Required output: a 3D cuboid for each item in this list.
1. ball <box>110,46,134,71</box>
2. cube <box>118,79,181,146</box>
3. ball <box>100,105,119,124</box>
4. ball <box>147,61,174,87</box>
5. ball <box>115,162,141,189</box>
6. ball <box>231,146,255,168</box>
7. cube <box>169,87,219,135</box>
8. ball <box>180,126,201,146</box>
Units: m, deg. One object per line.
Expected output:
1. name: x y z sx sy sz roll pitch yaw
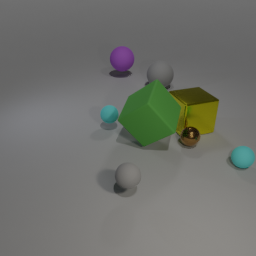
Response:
1. ball: -0.334 -3.946 15.992 1.400 1.400 1.400 0 30 0
2. cube: 0.759 -0.491 9.498 1.400 1.400 1.400 -27 27 38
3. ball: -0.709 -0.522 10.727 0.700 0.700 0.700 0 30 0
4. ball: 1.675 -2.780 14.590 1.400 1.400 1.400 0 30 0
5. ball: 0.001 1.260 7.419 0.700 0.700 0.700 0 30 0
6. ball: 3.609 0.911 8.801 0.700 0.700 0.700 0 30 0
7. cube: 2.446 -0.635 10.842 1.400 1.400 1.400 -10 31 -17
8. ball: 2.189 0.292 9.839 0.700 0.700 0.700 0 30 0
